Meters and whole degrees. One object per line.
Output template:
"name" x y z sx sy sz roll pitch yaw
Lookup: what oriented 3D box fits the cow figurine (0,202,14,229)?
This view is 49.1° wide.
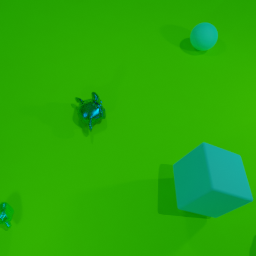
"cow figurine" -3.405 2.239 6.833 1.168 0.641 1.149 -38 36 -21

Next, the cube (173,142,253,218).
"cube" 2.022 1.321 6.914 1.249 1.249 1.249 19 48 -22

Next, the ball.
"ball" 2.736 -3.293 10.113 0.959 0.959 0.959 0 60 0

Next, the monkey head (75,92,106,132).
"monkey head" -1.162 -0.594 8.500 0.839 1.002 1.393 -24 60 -8
